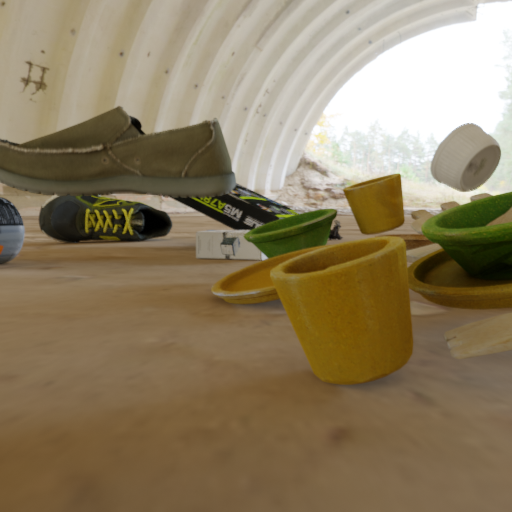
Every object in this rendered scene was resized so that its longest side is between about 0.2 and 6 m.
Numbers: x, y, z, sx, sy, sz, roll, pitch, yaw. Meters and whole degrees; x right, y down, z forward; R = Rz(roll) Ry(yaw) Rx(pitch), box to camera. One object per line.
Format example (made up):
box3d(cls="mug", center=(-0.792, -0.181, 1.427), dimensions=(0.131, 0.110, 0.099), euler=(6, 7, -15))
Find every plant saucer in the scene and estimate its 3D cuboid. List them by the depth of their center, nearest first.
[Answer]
box3d(cls="plant saucer", center=(2.926, -0.222, 10.133), dimensions=(1.531, 0.271, 1.531), euler=(0, 5, 0))

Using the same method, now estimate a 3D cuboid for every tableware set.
box3d(cls="tableware set", center=(0.907, -0.204, 4.371), dimensions=(2.916, 0.664, 4.329), euler=(-15, 10, 10))

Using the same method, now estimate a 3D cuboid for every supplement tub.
box3d(cls="supplement tub", center=(-3.945, -0.307, 7.292), dimensions=(0.953, 0.953, 1.555), euler=(3, 6, 29))

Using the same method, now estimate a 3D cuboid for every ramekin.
box3d(cls="ramekin", center=(2.541, -1.143, 6.722), dimensions=(0.807, 0.807, 0.424), euler=(-4, 39, -36))

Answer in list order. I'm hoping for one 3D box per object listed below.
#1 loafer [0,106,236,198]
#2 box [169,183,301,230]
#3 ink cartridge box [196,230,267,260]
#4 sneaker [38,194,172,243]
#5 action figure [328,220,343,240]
box3d(cls="loafer", center=(-1.870, -1.385, 7.350), dimensions=(3.221, 1.122, 1.211), euler=(0, 12, -7))
box3d(cls="box", center=(-0.467, -1.058, 11.035), dimensions=(2.670, 0.657, 2.765), euler=(29, 11, 12))
box3d(cls="ink cartridge box", center=(-0.337, -0.177, 8.727), dimensions=(1.031, 0.443, 0.755), euler=(0, 5, 13))
box3d(cls="sneaker", center=(-3.240, -0.878, 12.536), dimensions=(1.316, 1.158, 3.109), euler=(5, 7, 43))
box3d(cls="action figure", center=(1.709, -0.637, 13.495), dimensions=(0.621, 0.533, 1.044), euler=(9, -1, -26))
